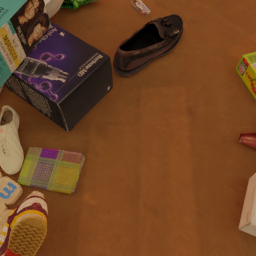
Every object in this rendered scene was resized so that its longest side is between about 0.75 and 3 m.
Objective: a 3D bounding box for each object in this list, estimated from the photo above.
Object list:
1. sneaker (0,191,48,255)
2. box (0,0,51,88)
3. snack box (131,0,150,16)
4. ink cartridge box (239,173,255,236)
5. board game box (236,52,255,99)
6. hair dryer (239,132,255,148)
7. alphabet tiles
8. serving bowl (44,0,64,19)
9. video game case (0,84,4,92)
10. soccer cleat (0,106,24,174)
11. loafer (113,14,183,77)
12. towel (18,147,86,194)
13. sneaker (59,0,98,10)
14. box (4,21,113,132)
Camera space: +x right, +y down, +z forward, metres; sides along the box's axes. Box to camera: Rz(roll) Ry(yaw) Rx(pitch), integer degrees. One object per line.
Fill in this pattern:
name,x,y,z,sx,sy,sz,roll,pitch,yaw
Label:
sneaker,-2.124,2.185,5.387,0.778,2.076,0.935,31,17,-22
box,-2.847,-1.914,6.245,0.692,1.158,2.815,22,64,11
snack box,0.434,-4.184,9.666,0.291,0.098,0.809,-27,64,-14
ink cartridge box,3.462,1.829,5.935,1.805,0.756,1.309,20,63,11
board game box,4.662,-1.692,7.969,2.672,0.636,1.357,-16,62,-9
hair dryer,3.661,0.085,7.190,1.834,0.498,1.397,-19,45,-15
alphabet tiles,-3.568,2.072,6.134,2.472,0.184,2.527,27,64,15
serving bowl,-3.252,-4.237,9.039,2.950,0.970,2.950,-5,67,12
video game case,-4.740,-1.227,7.906,2.331,0.294,2.558,9,62,5
soccer cleat,-2.938,0.272,6.853,0.606,0.678,1.749,-11,62,-6
loafer,0.714,-2.648,8.340,1.042,0.913,2.898,40,68,20
towel,-1.827,1.003,6.747,1.437,0.164,1.032,8,62,5
sneaker,-1.650,-4.342,9.498,1.747,0.647,0.730,-8,63,6
box,-1.960,-1.474,7.441,2.576,1.344,1.906,32,65,17
